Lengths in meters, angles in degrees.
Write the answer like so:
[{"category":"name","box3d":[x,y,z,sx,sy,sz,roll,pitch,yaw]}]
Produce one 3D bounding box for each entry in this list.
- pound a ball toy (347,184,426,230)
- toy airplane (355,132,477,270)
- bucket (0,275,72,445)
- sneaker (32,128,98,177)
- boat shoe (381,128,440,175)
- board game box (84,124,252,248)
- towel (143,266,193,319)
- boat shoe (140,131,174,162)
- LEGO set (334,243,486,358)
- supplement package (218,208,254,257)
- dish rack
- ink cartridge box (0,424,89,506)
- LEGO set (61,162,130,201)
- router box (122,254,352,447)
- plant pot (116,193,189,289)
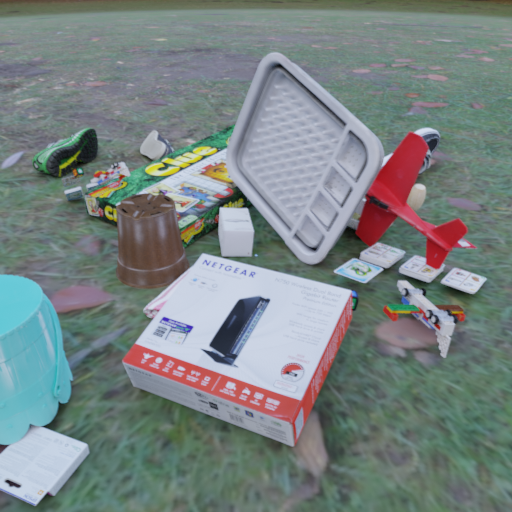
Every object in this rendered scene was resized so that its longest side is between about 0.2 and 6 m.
[{"category":"pound a ball toy","box3d":[2.383,-1.232,12.789,1.596,1.040,2.447,-28,40,-36]},{"category":"toy airplane","box3d":[2.853,-0.818,10.785,2.926,2.926,0.538,21,46,31]},{"category":"bucket","box3d":[-3.836,1.378,7.765,2.364,1.538,2.364,-1,26,1]},{"category":"sneaker","box3d":[-5.409,-3.064,16.020,1.019,0.933,2.392,12,33,20]},{"category":"boat shoe","box3d":[4.215,-2.556,14.881,2.633,0.944,0.892,-33,41,-28]},{"category":"board game box","box3d":[-1.162,-2.039,14.390,3.026,0.677,5.775,18,37,31]},{"category":"towel","box3d":[-0.457,0.792,10.027,2.565,0.384,1.877,15,34,23]},{"category":"boat shoe","box3d":[-2.885,-3.120,16.633,0.680,0.788,2.169,34,8,-31]},{"category":"LEGO set","box3d":[2.676,0.684,10.211,2.303,0.757,3.083,20,24,27]},{"category":"supplement package","box3d":[-0.445,-0.514,11.954,0.636,0.638,1.088,1,31,-11]},{"category":"dish rack","box3d":[0.947,-2.001,11.466,0.793,3.126,3.642,-14,53,-39]},{"category":"ink cartridge box","box3d":[-2.796,2.651,7.084,0.951,0.210,0.969,12,36,21]},{"category":"LEGO set","box3d":[-3.812,-1.708,13.340,1.491,0.490,1.996,-19,-6,-17]},{"category":"router box","box3d":[-0.210,1.244,8.433,2.683,0.655,2.408,13,47,23]},{"category":"plant pot","box3d":[-2.093,-0.355,10.937,1.472,1.458,1.472,-1,31,0]}]
